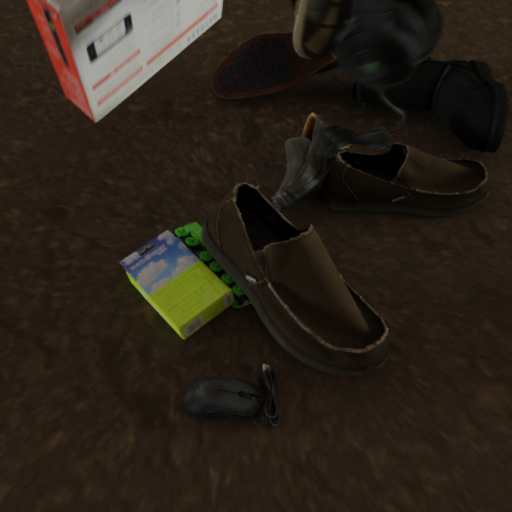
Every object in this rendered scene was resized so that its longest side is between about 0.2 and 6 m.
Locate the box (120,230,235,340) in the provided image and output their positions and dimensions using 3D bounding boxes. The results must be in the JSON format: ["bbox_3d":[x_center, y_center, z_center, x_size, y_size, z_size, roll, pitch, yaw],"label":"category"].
[{"bbox_3d":[-1.172,0.385,8.186,0.956,0.374,1.568,-36,56,-20],"label":"box"}]

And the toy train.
[{"bbox_3d":[-0.597,0.105,8.532,0.526,0.389,1.866,-23,51,-33],"label":"toy train"}]

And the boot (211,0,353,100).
[{"bbox_3d":[0.856,-4.100,12.031,3.510,1.701,1.311,-18,87,16],"label":"boot"}]

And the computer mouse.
[{"bbox_3d":[-0.311,1.732,7.026,1.200,0.316,0.831,-2,48,-2],"label":"computer mouse"}]

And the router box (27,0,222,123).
[{"bbox_3d":[-1.818,-3.963,8.703,0.782,2.874,3.202,43,74,5],"label":"router box"}]

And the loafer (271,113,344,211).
[{"bbox_3d":[0.775,-1.634,9.654,0.859,0.865,2.376,47,44,-12],"label":"loafer"}]

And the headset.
[{"bbox_3d":[1.528,-2.809,7.239,1.419,3.019,1.864,13,38,25],"label":"headset"}]

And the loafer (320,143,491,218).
[{"bbox_3d":[2.572,-1.318,9.387,2.909,1.038,1.062,-4,47,-4],"label":"loafer"}]

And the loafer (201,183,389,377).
[{"bbox_3d":[0.474,0.230,7.565,3.333,1.189,1.217,42,49,22],"label":"loafer"}]

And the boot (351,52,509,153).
[{"bbox_3d":[3.271,-3.160,11.015,2.672,1.207,3.261,7,40,4],"label":"boot"}]

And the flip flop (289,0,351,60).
[{"bbox_3d":[0.728,-3.717,7.360,0.676,2.349,0.953,-1,-2,40],"label":"flip flop"}]
